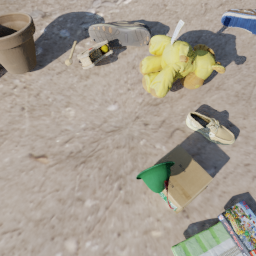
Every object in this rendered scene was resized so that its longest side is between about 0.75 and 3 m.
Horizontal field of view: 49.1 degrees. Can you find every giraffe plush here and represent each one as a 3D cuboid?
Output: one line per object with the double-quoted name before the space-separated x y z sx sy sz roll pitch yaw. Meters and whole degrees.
"giraffe plush" 2.170 -2.405 10.653 2.383 2.939 2.536 9 53 -28

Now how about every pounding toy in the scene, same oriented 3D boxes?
"pounding toy" -1.613 -3.088 11.293 1.908 1.095 1.091 -35 26 -18

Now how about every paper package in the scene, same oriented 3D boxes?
"paper package" 1.602 1.629 9.048 1.539 0.835 1.614 -36 67 -18

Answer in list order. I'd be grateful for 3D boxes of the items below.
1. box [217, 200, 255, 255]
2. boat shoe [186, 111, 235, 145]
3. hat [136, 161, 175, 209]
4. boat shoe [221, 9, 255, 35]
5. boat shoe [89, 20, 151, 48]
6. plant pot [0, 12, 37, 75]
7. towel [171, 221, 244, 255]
"box" 3.556 3.065 8.427 1.029 0.284 1.507 -18 62 -27
"boat shoe" 2.986 -0.013 10.080 1.877 0.610 0.677 30 65 15
"hat" 0.956 1.730 7.811 1.428 1.183 1.257 3 57 -49
"boat shoe" 5.508 -4.948 12.679 2.385 0.862 0.863 20 61 11
"boat shoe" -0.324 -4.151 12.288 2.740 1.020 1.004 9 42 6
"plant pot" -4.500 -3.209 11.024 2.138 1.865 2.138 -4 48 4
"towel" 2.612 4.218 7.777 2.002 0.412 2.683 -15 59 -24
